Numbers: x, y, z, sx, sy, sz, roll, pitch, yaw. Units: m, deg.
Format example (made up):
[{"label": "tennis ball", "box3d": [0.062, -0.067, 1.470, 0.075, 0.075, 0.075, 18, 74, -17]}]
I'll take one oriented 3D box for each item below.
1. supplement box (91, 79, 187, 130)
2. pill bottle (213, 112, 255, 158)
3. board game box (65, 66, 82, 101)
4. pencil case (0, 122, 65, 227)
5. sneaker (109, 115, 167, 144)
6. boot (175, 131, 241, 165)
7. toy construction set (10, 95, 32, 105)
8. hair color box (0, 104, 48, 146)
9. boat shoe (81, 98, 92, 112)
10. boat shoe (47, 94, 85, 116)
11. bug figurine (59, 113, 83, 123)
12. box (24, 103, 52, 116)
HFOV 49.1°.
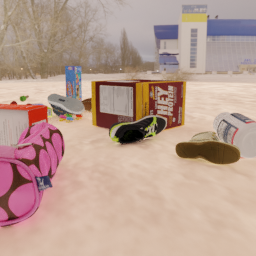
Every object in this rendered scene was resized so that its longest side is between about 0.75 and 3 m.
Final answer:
[{"label": "supplement box", "box3d": [0.455, -1.031, 11.753, 2.859, 1.899, 2.820, 12, 17, 43]}, {"label": "pill bottle", "box3d": [3.212, 0.106, 8.218, 1.018, 1.018, 1.702, -2, 19, -7]}, {"label": "board game box", "box3d": [-3.157, -2.348, 16.432, 0.571, 2.537, 1.929, 1, 11, 2]}, {"label": "pencil case", "box3d": [-1.919, 0.642, 5.429, 1.276, 1.317, 2.811, -3, 12, -6]}, {"label": "sneaker", "box3d": [0.437, 0.173, 9.270, 2.201, 0.789, 0.912, -14, 27, -22]}, {"label": "boot", "box3d": [2.345, 0.488, 7.720, 1.710, 0.616, 1.323, 2, 13, 36]}, {"label": "toy construction set", "box3d": [-4.064, -0.085, 9.554, 1.717, 1.432, 1.319, -17, 17, 26]}, {"label": "hair color box", "box3d": [-3.632, 0.075, 7.697, 2.901, 1.473, 0.889, 4, 13, 17]}, {"label": "boat shoe", "box3d": [-1.682, -1.246, 15.529, 2.073, 0.784, 0.766, 0, 15, 3]}, {"label": "boat shoe", "box3d": [-2.946, -0.957, 13.761, 2.199, 0.998, 0.778, 22, 54, 26]}, {"label": "bug figurine", "box3d": [-2.690, -0.512, 13.175, 0.933, 0.310, 1.203, 4, 13, 19]}, {"label": "box", "box3d": [-4.854, -0.935, 14.708, 1.231, 0.481, 2.019, -7, 14, -29]}]
